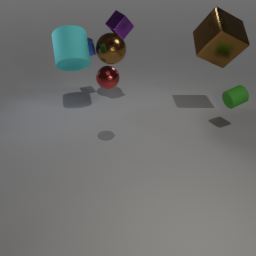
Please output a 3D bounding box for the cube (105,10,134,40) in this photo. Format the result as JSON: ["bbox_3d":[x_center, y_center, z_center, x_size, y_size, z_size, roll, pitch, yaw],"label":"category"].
[{"bbox_3d":[-0.332,-4.111,11.186,0.700,0.700,0.700,46,9,38],"label":"cube"}]

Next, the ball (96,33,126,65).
[{"bbox_3d":[-0.774,-3.608,12.758,1.400,1.400,1.400,0,29,0],"label":"ball"}]

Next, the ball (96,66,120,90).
[{"bbox_3d":[-0.601,-1.498,8.329,0.700,0.700,0.700,0,29,0],"label":"ball"}]

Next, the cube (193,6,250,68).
[{"bbox_3d":[3.531,-3.451,10.787,1.400,1.400,1.400,16,55,-23],"label":"cube"}]

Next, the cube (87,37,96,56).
[{"bbox_3d":[-1.961,-3.695,12.875,0.700,0.700,0.700,-18,30,-15],"label":"cube"}]

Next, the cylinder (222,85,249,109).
[{"bbox_3d":[4.077,-1.184,10.644,0.700,0.700,0.700,-24,34,-10],"label":"cylinder"}]

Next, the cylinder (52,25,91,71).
[{"bbox_3d":[-2.320,-3.220,11.454,1.400,1.400,1.400,-9,-7,-1],"label":"cylinder"}]
